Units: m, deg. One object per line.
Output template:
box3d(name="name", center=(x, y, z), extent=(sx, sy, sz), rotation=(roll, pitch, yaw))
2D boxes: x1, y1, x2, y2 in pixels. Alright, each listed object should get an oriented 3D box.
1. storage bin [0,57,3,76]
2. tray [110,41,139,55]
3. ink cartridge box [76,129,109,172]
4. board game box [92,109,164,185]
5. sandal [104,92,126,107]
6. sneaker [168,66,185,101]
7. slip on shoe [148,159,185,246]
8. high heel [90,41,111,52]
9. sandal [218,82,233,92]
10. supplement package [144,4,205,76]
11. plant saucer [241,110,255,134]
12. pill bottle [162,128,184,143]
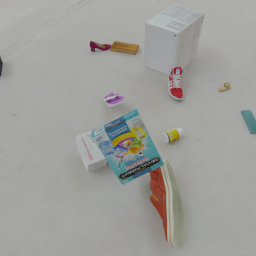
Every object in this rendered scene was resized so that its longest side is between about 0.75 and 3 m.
box3d(name="storage bin", center=(-7.126, -3.235, 14.419), extent=(1.028, 0.713, 1.520), rotation=(-9, 47, -9))
box3d(name="tray", center=(-0.183, -4.610, 16.068), extent=(1.506, 0.279, 0.743), rotation=(12, 47, 12))
box3d(name="ink cartridge box", center=(-0.909, 0.672, 10.371), extent=(1.732, 0.725, 1.256), rotation=(-20, 66, -18))
box3d(name="board game box", center=(0.038, 0.612, 8.318), extent=(1.468, 1.945, 0.456), rotation=(-27, 29, 4))
box3d(name="sandal", center=(-0.698, -1.310, 12.214), extent=(0.737, 0.445, 1.811), rotation=(-37, 24, -15))
box3d(name="sneaker", center=(2.304, -2.180, 13.114), extent=(0.650, 1.026, 1.824), rotation=(4, 46, -11))
box3d(name="slip on shoe", center=(1.161, 2.331, 8.918), extent=(0.868, 1.051, 2.838), rotation=(-24, 47, 19))
box3d(name="high heel", center=(-1.537, -4.744, 15.949), extent=(1.291, 0.621, 0.435), rotation=(-18, 48, -17))
box3d(name="sandal", center=(4.766, -2.048, 13.533), extent=(0.924, 0.304, 0.339), rotation=(-24, 50, -22))
box3d(name="supplement package", center=(2.305, -4.496, 14.387), extent=(1.914, 2.489, 2.602), rotation=(28, 52, 25))
box3d(name="plant saucer", center=(5.251, -0.284, 11.939), extent=(0.486, 0.132, 1.389), rotation=(-1, 47, 0))
box3d(name="pill bottle", center=(1.798, 0.285, 11.147), extent=(0.795, 0.455, 0.455), rotation=(-19, 49, -17))
